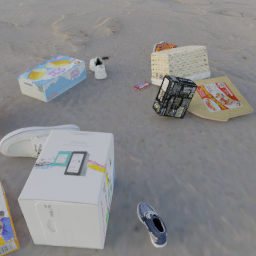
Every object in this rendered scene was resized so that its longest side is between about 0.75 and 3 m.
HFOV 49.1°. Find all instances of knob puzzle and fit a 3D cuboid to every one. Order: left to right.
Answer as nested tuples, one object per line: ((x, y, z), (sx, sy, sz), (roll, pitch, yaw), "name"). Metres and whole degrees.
((3.685, -1.217, 12.570), (3.095, 0.429, 3.095), (0, 48, 0), "knob puzzle")

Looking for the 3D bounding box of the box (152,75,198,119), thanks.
((1.908, -1.268, 11.522), (1.284, 1.568, 0.675), (5, 31, -24), "box")

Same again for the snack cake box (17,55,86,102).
((-3.690, -2.550, 13.989), (1.716, 1.003, 2.984), (18, 41, 25), "snack cake box")

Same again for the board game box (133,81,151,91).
((0.719, -2.136, 14.212), (0.459, 0.087, 0.892), (31, 47, 33), "board game box")

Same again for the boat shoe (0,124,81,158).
((-2.973, 0.596, 9.843), (2.878, 1.020, 1.005), (-7, 34, -20), "boat shoe")

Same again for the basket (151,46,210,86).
((2.561, -3.122, 13.947), (2.563, 1.581, 1.737), (-18, 23, -21), "basket")

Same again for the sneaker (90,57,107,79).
((-1.618, -3.480, 15.257), (0.773, 0.985, 1.983), (-13, 39, -17), "sneaker")

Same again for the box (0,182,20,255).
((-4.033, 2.490, 7.645), (1.496, 0.521, 2.513), (-19, 43, -23), "box")

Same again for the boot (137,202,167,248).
((0.665, 2.437, 7.580), (0.525, 0.652, 1.444), (-14, 39, -18), "boot")

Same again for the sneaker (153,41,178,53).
((2.349, -4.738, 17.056), (1.261, 0.873, 2.251), (14, 39, 20), "sneaker")

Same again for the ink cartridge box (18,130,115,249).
((-1.441, 1.597, 7.668), (1.881, 1.890, 2.577), (3, 38, 4), "ink cartridge box")
